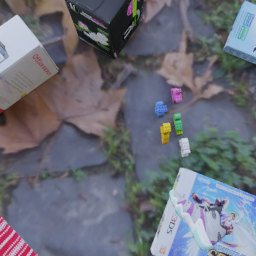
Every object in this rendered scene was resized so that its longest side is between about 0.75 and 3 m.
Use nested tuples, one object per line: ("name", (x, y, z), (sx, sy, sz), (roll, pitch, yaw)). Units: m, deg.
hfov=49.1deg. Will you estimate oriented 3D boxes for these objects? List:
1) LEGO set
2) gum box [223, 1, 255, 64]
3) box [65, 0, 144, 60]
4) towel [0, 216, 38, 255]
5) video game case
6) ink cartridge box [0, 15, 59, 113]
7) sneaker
("LEGO set", (1.141, -0.163, 7.346), (0.726, 0.781, 1.903), (-9, 82, 0))
("gum box", (3.771, -2.549, 7.863), (1.723, 0.384, 1.464), (24, 83, 3))
("box", (-0.500, -3.012, 7.063), (1.298, 2.089, 1.551), (33, 84, 4))
("towel", (-2.033, 2.416, 4.628), (0.255, 1.637, 2.264), (-42, 94, 14))
("video game case", (2.144, 2.522, 7.094), (2.505, 0.569, 2.270), (21, 84, 3))
("ink cartridge box", (-3.161, -1.362, 7.000), (2.424, 1.789, 1.038), (-39, 84, -6))
("sneaker", (1.386, 1.515, 5.188), (0.850, 0.472, 1.216), (-36, 71, 5))
